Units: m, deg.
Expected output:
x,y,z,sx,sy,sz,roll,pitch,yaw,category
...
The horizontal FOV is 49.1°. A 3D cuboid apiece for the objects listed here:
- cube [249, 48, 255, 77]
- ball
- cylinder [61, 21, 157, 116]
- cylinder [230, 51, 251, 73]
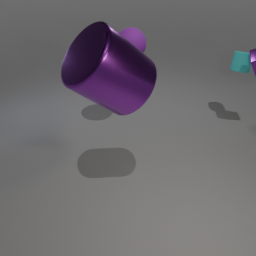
x,y,z,sx,sy,sz,roll,pitch,yaw,category
4.550,-2.257,9.400,0.700,0.700,0.700,-14,43,31,cube
0.136,-3.845,12.772,1.400,1.400,1.400,0,30,0,ball
-0.374,-1.141,5.644,1.400,1.400,1.400,27,9,-41,cylinder
4.258,-2.463,10.455,0.700,0.700,0.700,8,20,-3,cylinder
